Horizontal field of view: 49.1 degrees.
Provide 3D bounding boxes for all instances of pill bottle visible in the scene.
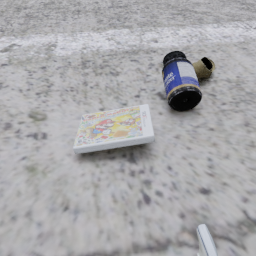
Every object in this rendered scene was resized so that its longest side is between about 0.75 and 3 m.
[{"bbox_3d":[1.578,-1.481,8.549,1.002,1.002,1.791,-3,55,-4],"label":"pill bottle"}]

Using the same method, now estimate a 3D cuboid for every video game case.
[{"bbox_3d":[-0.344,-0.033,7.268,1.939,0.222,1.765,-10,29,4],"label":"video game case"}]

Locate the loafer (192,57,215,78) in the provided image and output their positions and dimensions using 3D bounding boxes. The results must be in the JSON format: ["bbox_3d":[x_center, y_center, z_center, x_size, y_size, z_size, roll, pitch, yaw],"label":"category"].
[{"bbox_3d":[2.739,-2.157,9.872,0.668,0.592,1.756,56,40,2],"label":"loafer"}]

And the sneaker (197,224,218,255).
[{"bbox_3d":[1.137,2.054,4.077,0.433,0.447,1.223,-15,79,12],"label":"sneaker"}]
